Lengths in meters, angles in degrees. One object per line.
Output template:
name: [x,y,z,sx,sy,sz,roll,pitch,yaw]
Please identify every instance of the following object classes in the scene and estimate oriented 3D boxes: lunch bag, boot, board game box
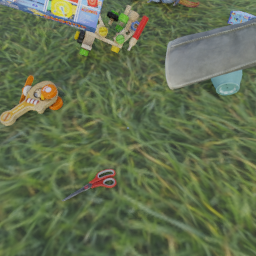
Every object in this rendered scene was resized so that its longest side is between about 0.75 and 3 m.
lunch bag: [4.827,-4.594,11.632,0.834,0.521,1.108,34,48,29]
boot: [2.072,-1.831,5.401,2.562,0.930,2.329,-11,43,37]
board game box: [-1.876,-3.597,6.628,2.749,0.474,1.861,14,90,-13]

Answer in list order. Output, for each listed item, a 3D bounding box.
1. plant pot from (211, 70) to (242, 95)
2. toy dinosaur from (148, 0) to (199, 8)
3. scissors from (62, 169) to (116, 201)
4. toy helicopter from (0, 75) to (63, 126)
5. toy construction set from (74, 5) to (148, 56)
plant pot: [3.073,-1.596,8.733,1.032,1.032,0.970,2,64,2]
toy dinosaur: [1.410,-5.884,12.647,2.429,2.676,1.405,23,86,47]
scissors: [-0.939,1.362,6.758,1.394,0.097,0.510,-15,54,-11]
toy helicopter: [-2.942,-0.775,8.209,1.859,0.733,1.230,-39,64,-16]
toy construction set: [-0.643,-3.181,9.726,2.169,1.999,2.601,21,11,-42]
